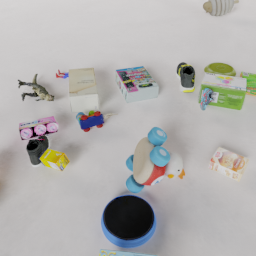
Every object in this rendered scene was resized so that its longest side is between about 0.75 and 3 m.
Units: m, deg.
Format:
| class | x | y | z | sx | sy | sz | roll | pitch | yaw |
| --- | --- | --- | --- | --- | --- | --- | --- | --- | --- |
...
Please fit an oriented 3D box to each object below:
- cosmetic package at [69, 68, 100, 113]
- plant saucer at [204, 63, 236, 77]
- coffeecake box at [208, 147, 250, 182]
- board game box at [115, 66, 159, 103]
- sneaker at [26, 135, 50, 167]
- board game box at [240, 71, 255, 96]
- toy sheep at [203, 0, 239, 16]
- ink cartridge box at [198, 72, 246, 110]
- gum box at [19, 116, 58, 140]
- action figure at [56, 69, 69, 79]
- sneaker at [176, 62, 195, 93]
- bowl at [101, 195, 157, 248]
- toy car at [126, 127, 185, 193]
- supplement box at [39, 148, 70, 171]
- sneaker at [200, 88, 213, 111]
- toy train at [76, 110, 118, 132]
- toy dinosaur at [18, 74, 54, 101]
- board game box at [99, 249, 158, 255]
| class | x | y | z | sx | sy | sz | roll | pitch | yaw |
| --- | --- | --- | --- | --- | --- | --- | --- | --- | --- |
| cosmetic package | -2.030 | -1.767 | 12.719 | 1.256 | 0.887 | 2.425 | -7 | 40 | -8 |
| plant saucer | 4.851 | -3.068 | 14.695 | 1.646 | 0.256 | 1.646 | 1 | 38 | -1 |
| coffeecake box | 3.429 | 1.217 | 9.535 | 1.091 | 0.399 | 0.838 | 24 | 46 | 26 |
| board game box | 0.370 | -2.110 | 13.308 | 1.516 | 0.661 | 2.055 | -11 | 41 | -14 |
| sneaker | -3.191 | 0.570 | 10.005 | 0.559 | 0.784 | 1.581 | -4 | 38 | -1 |
| board game box | 5.996 | -2.076 | 13.505 | 0.962 | 0.302 | 2.013 | 13 | 39 | 6 |
| toy sheep | 6.978 | -9.341 | 21.033 | 2.684 | 1.850 | 1.850 | -10 | 40 | 6 |
| ink cartridge box | 4.405 | -2.036 | 12.969 | 1.887 | 0.967 | 2.552 | 12 | 41 | 15 |
| gum box | -3.401 | -0.017 | 10.754 | 1.417 | 0.469 | 0.804 | -14 | 21 | -15 |
| action figure | -2.774 | -2.705 | 14.225 | 1.713 | 0.443 | 0.560 | 8 | 38 | 5 |
| sneaker | 2.921 | -2.713 | 13.714 | 0.915 | 1.040 | 2.458 | 1 | 40 | 0 |
| bowl | 0.020 | 2.587 | 7.976 | 1.595 | 0.313 | 1.595 | 0 | 40 | 0 |
| toy car | 1.142 | 1.237 | 8.941 | 1.887 | 1.740 | 1.669 | 23 | 36 | -18 |
| supplement box | -2.472 | 1.064 | 9.402 | 0.849 | 0.462 | 0.465 | 10 | 51 | 30 |
| sneaker | 3.305 | -1.159 | 11.677 | 0.459 | 0.961 | 0.381 | 21 | 27 | 34 |
| toy train | -1.295 | -0.465 | 11.428 | 1.582 | 0.670 | 0.916 | -18 | 30 | -20 |
| toy dinosaur | -4.363 | -1.796 | 12.954 | 1.244 | 0.670 | 2.822 | -9 | 38 | -33 |
| board game box | -0.103 | 3.967 | 5.534 | 1.300 | 1.323 | 2.523 | 4 | 41 | 3 |
